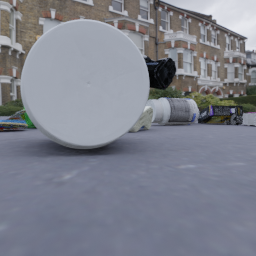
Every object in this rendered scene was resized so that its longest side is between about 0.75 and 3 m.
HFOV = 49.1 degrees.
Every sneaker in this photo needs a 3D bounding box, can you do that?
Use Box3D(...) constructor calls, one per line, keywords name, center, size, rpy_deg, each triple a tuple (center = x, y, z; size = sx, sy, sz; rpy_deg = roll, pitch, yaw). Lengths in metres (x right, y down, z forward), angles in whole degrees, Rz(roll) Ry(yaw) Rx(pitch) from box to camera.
Box3D(name="sneaker", center=(0.019, -0.378, 9.954), size=(1.327, 0.915, 2.385), rpy_deg=(10, 13, 20))

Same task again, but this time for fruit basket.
Box3D(name="fruit basket", center=(-3.656, -0.484, 12.049), size=(2.588, 1.310, 2.795), rpy_deg=(-5, -11, -39))

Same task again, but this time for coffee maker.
Box3D(name="coffee maker", center=(1.005, -2.485, 13.595), size=(1.442, 2.057, 2.142), rpy_deg=(26, -7, -42))

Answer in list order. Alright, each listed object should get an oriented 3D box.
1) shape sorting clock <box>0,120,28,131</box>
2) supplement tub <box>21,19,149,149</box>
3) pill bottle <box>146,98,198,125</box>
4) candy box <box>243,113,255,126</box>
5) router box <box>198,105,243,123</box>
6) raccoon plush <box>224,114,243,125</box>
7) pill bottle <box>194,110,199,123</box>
Box3D(name="shape sorting clock", center=(-4.329, -0.067, 9.601), size=(1.696, 0.333, 1.696), rpy_deg=(-3, -1, 0))
Box3D(name="supplement tub", center=(-0.865, -0.714, 5.418), size=(2.079, 2.079, 2.963), rpy_deg=(-1, 3, -12))
Box3D(name="pill bottle", center=(2.096, -0.802, 13.766), size=(2.377, 1.352, 1.352), rpy_deg=(0, 3, -25))
Box3D(name="candy box", center=(6.441, -0.381, 12.576), size=(1.419, 0.635, 2.081), rpy_deg=(-1, 4, -21))
Box3D(name="router box", center=(4.970, -0.713, 15.335), size=(1.759, 0.584, 2.237), rpy_deg=(0, -9, -1))
Box3D(name="raccoon plush", center=(5.578, -0.390, 14.238), size=(0.778, 0.562, 1.161), rpy_deg=(7, 0, -18))
Box3D(name="pill bottle", center=(3.149, -0.823, 16.418), size=(1.114, 1.114, 2.010), rpy_deg=(-1, 3, -24))
